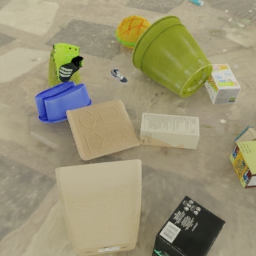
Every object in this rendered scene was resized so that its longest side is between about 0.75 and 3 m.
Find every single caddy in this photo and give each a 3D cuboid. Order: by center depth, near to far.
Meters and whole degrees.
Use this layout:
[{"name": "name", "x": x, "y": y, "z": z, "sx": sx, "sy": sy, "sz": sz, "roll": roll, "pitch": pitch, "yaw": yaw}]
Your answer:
[{"name": "caddy", "x": -2.484, "y": -0.935, "z": 10.915, "sx": 1.571, "sy": 1.166, "sz": 2.222, "roll": 19, "pitch": 41, "yaw": 41}]

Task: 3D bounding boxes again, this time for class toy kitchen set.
[{"name": "toy kitchen set", "x": 4.924, "y": 0.070, "z": 10.391, "sx": 1.919, "sy": 1.537, "sz": 1.131, "roll": 13, "pitch": 35, "yaw": -41}]

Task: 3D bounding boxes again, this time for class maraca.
[{"name": "maraca", "x": 0.531, "y": -4.713, "z": 14.142, "sx": 1.907, "sy": 1.488, "sz": 2.781, "roll": -38, "pitch": 55, "yaw": -11}]

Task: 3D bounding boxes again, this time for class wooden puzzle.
[{"name": "wooden puzzle", "x": -0.922, "y": 0.061, "z": 10.196, "sx": 2.231, "sy": 0.516, "sz": 2.066, "roll": -13, "pitch": 63, "yaw": -21}]

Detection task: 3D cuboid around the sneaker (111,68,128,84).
[{"name": "sneaker", "x": -0.324, "y": -2.012, "z": 10.765, "sx": 0.769, "sy": 0.417, "sz": 0.269, "roll": 33, "pitch": 72, "yaw": 1}]

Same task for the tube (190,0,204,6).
[{"name": "tube", "x": 4.449, "y": -8.254, "z": 18.261, "sx": 0.408, "sy": 0.266, "sz": 1.054, "roll": -20, "pitch": 46, "yaw": -30}]

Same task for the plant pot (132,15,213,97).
[{"name": "plant pot", "x": 2.037, "y": -2.776, "z": 11.863, "sx": 2.751, "sy": 2.751, "sz": 2.649, "roll": -29, "pitch": 66, "yaw": -24}]

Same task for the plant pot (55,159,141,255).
[{"name": "plant pot", "x": -0.663, "y": 2.240, "z": 7.475, "sx": 2.176, "sy": 2.174, "sz": 1.927, "roll": -5, "pitch": 60, "yaw": -5}]

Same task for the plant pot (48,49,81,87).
[{"name": "plant pot", "x": -2.884, "y": -2.684, "z": 12.245, "sx": 1.444, "sy": 1.543, "sz": 1.444, "roll": 0, "pitch": 47, "yaw": 0}]

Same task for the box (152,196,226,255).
[{"name": "box", "x": 1.426, "y": 2.852, "z": 6.974, "sx": 1.118, "sy": 1.798, "sz": 1.336, "roll": 31, "pitch": 55, "yaw": 26}]

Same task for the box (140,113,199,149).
[{"name": "box", "x": 1.496, "y": 0.102, "z": 10.184, "sx": 2.050, "sy": 0.797, "sz": 0.973, "roll": 6, "pitch": 48, "yaw": 6}]

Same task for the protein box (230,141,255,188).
[{"name": "protein box", "x": 4.269, "y": 1.156, "z": 9.169, "sx": 1.279, "sy": 0.863, "sz": 1.270, "roll": -5, "pitch": 48, "yaw": -5}]

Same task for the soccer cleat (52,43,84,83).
[{"name": "soccer cleat", "x": -2.121, "y": -2.246, "z": 10.169, "sx": 0.998, "sy": 2.462, "sz": 0.831, "roll": 4, "pitch": 77, "yaw": -7}]

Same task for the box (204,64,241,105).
[{"name": "box", "x": 3.954, "y": -1.895, "z": 11.968, "sx": 0.965, "sy": 0.869, "sz": 1.715, "roll": -2, "pitch": 47, "yaw": -4}]
